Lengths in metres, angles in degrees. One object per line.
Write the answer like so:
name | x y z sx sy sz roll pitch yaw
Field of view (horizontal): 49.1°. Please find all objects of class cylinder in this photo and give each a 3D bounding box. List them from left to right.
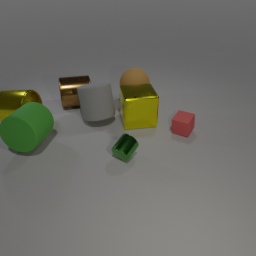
cylinder | -4.500 -0.871 11.544 1.400 1.400 1.400 1 30 17
cylinder | -3.587 -0.052 10.052 1.400 1.400 1.400 6 26 9
cylinder | -2.458 -1.710 13.109 1.400 1.400 1.400 -7 31 -12
cylinder | -1.318 -1.126 11.752 1.400 1.400 1.400 -8 16 2
cylinder | -0.097 0.669 9.607 0.700 0.700 0.700 20 59 30

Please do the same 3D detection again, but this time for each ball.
ball | 0.309 -2.074 13.012 1.400 1.400 1.400 0 31 0

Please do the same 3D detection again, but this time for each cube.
cube | 0.429 -0.924 11.770 1.400 1.400 1.400 -5 32 -8
cube | 2.193 -0.180 11.109 0.700 0.700 0.700 17 45 28
